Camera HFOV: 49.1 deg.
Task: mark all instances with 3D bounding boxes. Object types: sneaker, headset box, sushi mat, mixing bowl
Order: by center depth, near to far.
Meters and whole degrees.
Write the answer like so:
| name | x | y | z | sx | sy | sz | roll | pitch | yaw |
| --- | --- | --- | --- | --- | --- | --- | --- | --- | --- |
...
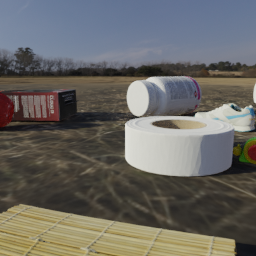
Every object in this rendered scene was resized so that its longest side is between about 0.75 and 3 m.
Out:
| name | x | y | z | sx | sy | sz | roll | pitch | yaw |
| --- | --- | --- | --- | --- | --- | --- | --- | --- | --- |
| sushi mat | -0.283 | 1.017 | 2.262 | 2.271 | 0.137 | 1.087 | 3 | 11 | 18 |
| mixing bowl | -3.544 | -0.471 | 7.767 | 0.620 | 1.145 | 1.145 | 11 | 8 | -13 |
| sneaker | 2.722 | -0.354 | 7.953 | 1.732 | 0.699 | 0.662 | 9 | 15 | 42 |
| headset box | -3.023 | -0.829 | 9.673 | 2.541 | 0.981 | 1.891 | 0 | 11 | 7 |

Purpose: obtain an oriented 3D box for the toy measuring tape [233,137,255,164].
| name | x | y | z | sx | sy | sz | roll | pitch | yaw |
| --- | --- | --- | --- | --- | --- | --- | --- | --- | --- |
| toy measuring tape | 2.434 | 0.401 | 4.688 | 1.290 | 0.475 | 0.475 | 6 | 12 | 27 |

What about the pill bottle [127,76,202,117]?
| name | x | y | z | sx | sy | sz | roll | pitch | yaw |
| --- | --- | --- | --- | --- | --- | --- | --- | --- | --- |
| pill bottle | 1.302 | -1.119 | 10.006 | 2.497 | 1.415 | 1.415 | -8 | 13 | -36 |

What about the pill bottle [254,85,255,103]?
| name | x | y | z | sx | sy | sz | roll | pitch | yaw |
| --- | --- | --- | --- | --- | --- | --- | --- | --- | --- |
| pill bottle | 7.180 | -1.621 | 13.015 | 2.281 | 1.249 | 1.249 | 3 | 11 | 8 |

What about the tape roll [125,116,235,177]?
| name | x | y | z | sx | sy | sz | roll | pitch | yaw |
| --- | --- | --- | --- | --- | --- | --- | --- | --- | --- |
| tape roll | 0.876 | 0.232 | 4.987 | 1.891 | 0.662 | 1.891 | -1 | 11 | 0 |
